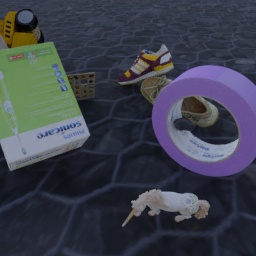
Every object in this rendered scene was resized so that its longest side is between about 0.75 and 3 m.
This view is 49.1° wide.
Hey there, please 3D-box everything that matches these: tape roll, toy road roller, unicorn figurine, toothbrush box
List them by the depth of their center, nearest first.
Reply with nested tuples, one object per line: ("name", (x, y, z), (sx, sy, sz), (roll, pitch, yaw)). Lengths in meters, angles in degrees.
("unicorn figurine", (0.686, 1.439, 5.254), (1.750, 1.202, 0.646), (-7, 65, -7))
("tape roll", (1.803, -0.123, 6.407), (2.458, 2.458, 0.806), (22, 39, 27))
("toothbrush box", (-2.399, -0.573, 6.983), (1.942, 1.148, 2.667), (-20, 80, -25))
("toy road roller", (-4.250, -3.077, 10.454), (1.856, 1.562, 2.542), (0, 75, -4))

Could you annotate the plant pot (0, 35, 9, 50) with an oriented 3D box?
("plant pot", (-4.372, -1.448, 8.319), (2.858, 2.480, 2.858), (-1, 36, 0))

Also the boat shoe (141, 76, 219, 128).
("boat shoe", (1.459, -0.984, 8.680), (2.826, 1.036, 0.886), (29, 0, 33))

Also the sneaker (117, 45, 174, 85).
("sneaker", (0.523, -2.268, 10.151), (2.242, 1.010, 0.840), (-13, 13, 27))

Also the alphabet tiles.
("alphabet tiles", (-1.804, -1.322, 9.263), (1.427, 1.193, 0.054), (-9, 56, -14))

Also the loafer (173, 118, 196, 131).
("loafer", (1.340, -0.108, 6.867), (0.845, 0.304, 0.266), (11, 32, -46))
